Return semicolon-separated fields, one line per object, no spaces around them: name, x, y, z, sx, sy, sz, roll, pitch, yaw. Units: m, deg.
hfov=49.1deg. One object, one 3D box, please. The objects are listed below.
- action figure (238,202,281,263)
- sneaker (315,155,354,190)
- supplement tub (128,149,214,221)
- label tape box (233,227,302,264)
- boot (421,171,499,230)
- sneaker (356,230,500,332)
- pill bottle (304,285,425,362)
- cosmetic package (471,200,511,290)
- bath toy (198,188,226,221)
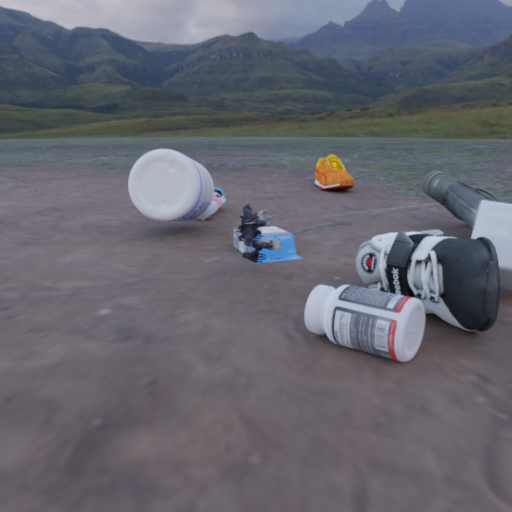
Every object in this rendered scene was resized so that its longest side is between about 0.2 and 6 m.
action figure;0.026;-0.295;6.951;0.514;0.598;1.007;-7;-19;-6
sneaker;2.041;-2.259;15.227;0.856;0.905;2.346;-2;16;-11
supplement tub;-1.374;-1.147;9.455;1.148;1.148;1.740;1;4;5
label tape box;0.163;-0.184;8.304;0.714;0.314;0.991;-6;15;-22
boot;3.861;-0.681;9.315;1.871;0.747;2.057;16;16;-21
sneaker;1.629;0.204;5.759;1.101;0.922;2.488;1;5;-1
pill bottle;0.945;0.557;4.947;0.951;0.551;0.551;11;18;36
cosmetic package;2.811;-0.109;6.390;0.657;0.785;0.653;13;-18;26
bath toy;-1.067;-1.122;11.427;0.692;0.588;1.592;-33;10;10
